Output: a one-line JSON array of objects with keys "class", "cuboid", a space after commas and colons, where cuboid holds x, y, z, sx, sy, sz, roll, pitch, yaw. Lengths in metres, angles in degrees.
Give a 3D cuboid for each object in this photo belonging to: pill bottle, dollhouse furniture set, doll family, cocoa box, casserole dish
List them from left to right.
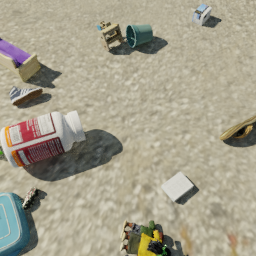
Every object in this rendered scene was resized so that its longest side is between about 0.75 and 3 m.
[{"class": "casserole dish", "cuboid": [-4.172, 3.147, 9.314, 1.406, 0.450, 2.321, -23, 60, -13]}, {"class": "pill bottle", "cuboid": [-3.065, 0.325, 10.382, 2.766, 1.563, 1.563, -18, 60, -11]}, {"class": "dollhouse furniture set", "cuboid": [-1.080, -4.595, 13.918, 0.988, 0.983, 1.402, -36, 41, -19]}, {"class": "doll family", "cuboid": [0.491, 4.076, 8.267, 1.679, 1.140, 2.904, 18, 60, -3]}, {"class": "cocoa box", "cuboid": [3.907, -6.005, 14.830, 0.605, 0.615, 0.922, 33, 64, 18]}]

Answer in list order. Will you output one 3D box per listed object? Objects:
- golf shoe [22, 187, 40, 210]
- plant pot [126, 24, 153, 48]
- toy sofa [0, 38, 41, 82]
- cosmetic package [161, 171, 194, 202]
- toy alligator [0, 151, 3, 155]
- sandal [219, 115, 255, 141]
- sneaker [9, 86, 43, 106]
[{"class": "golf shoe", "cuboid": [-3.458, 2.476, 9.849, 0.373, 0.327, 0.848, 9, 55, 31]}, {"class": "plant pot", "cuboid": [0.593, -4.615, 13.783, 1.066, 1.088, 1.088, -17, 60, -19]}, {"class": "toy sofa", "cuboid": [-5.492, -3.441, 12.830, 2.799, 1.366, 1.159, 31, 63, 18]}, {"class": "cosmetic package", "cuboid": [1.764, 2.092, 10.035, 0.924, 0.239, 0.697, -31, 63, -21]}, {"class": "toy alligator", "cuboid": [-5.811, 0.657, 10.714, 2.187, 0.649, 0.593, 5, 59, 3]}, {"class": "sandal", "cuboid": [4.586, 0.050, 11.107, 2.090, 0.839, 0.564, -24, 83, -19]}, {"class": "sneaker", "cuboid": [-4.479, -1.576, 12.184, 1.412, 0.495, 0.766, -28, 64, -13]}]
